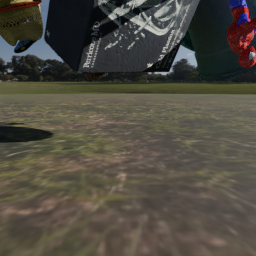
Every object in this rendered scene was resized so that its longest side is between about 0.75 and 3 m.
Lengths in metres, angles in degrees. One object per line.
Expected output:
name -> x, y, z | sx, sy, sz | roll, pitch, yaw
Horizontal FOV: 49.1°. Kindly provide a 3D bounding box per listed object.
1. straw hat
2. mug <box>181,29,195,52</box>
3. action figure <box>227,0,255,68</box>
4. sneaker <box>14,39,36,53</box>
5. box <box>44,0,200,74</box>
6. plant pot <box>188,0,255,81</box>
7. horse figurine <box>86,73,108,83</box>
straw hat -> -2.697, -2.698, 6.870 | 2.895, 1.225, 2.895 | -11, 22, 4
mug -> 2.164, -3.161, 8.872 | 1.669, 2.031, 1.256 | 8, 24, -12
action figure -> 2.118, -2.178, 4.590 | 1.166, 2.357, 0.769 | -6, -7, 27
sneaker -> -3.332, -2.825, 9.066 | 1.012, 0.397, 0.334 | -35, -7, 13
box -> -0.021, -2.475, 5.338 | 2.452, 2.494, 1.546 | -9, 43, -38
plant pot -> 2.515, -2.945, 7.048 | 2.596, 2.542, 2.596 | -27, 20, 10
horse figurine -> -0.530, -2.776, 7.772 | 1.847, 2.787, 0.696 | -20, 48, -14
